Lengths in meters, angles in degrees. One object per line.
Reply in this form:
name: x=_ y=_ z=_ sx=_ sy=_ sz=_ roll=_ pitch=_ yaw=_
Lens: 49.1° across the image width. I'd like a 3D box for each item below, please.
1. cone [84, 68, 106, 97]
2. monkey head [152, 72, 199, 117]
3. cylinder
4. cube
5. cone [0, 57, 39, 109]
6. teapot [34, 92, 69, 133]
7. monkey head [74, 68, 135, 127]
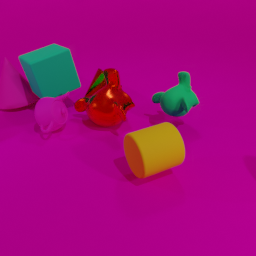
cone: x=-1.036 y=-1.273 z=8.997 sx=0.915 sy=0.911 sz=0.911 roll=-39 pitch=41 yaw=-11
monkey head: x=1.196 y=-0.808 z=6.865 sx=0.860 sy=1.027 sz=1.427 roll=-20 pitch=23 yaw=-24
cylinder: x=0.480 y=0.413 z=5.309 sx=0.869 sy=0.869 sz=0.869 roll=-17 pitch=33 yaw=-21
cube: x=-2.153 y=-1.551 z=7.742 sx=1.116 sy=1.116 sz=1.116 roll=-29 pitch=35 yaw=-23
cone: x=-3.394 y=-1.410 z=8.184 sx=1.323 sy=1.328 sz=1.323 roll=-6 pitch=26 yaw=3
teapot: x=-1.822 y=-0.396 z=6.920 sx=0.677 sy=0.860 sz=1.383 roll=-10 pitch=44 yaw=25
monkey head: x=-0.551 y=-0.736 z=7.077 sx=1.885 sy=1.356 sz=1.136 roll=12 pitch=34 yaw=42
